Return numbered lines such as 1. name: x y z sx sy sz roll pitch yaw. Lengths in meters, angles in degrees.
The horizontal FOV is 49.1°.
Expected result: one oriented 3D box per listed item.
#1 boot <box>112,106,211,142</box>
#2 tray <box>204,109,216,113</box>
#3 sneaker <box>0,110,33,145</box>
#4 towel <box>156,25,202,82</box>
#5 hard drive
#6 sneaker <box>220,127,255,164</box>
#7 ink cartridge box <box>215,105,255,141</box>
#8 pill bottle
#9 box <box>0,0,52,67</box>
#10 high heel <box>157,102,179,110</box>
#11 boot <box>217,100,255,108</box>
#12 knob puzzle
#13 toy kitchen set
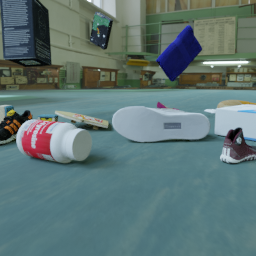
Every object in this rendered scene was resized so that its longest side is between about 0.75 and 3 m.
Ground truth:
1. boot: 0.943 -0.093 8.654 2.893 1.064 1.383 6 2 -5
2. tray: 4.679 -0.935 15.394 0.584 0.121 1.087 -1 10 -11
3. sneaker: -3.570 -0.072 8.266 0.691 0.890 1.977 4 11 21
4. towel: 1.963 -2.851 10.810 0.455 1.838 1.357 39 -4 47
5. hard drive: -1.176 -4.238 12.236 0.934 1.336 0.253 35 41 22
6. sneaker: 2.616 0.340 6.331 1.305 0.754 0.494 -8 13 -37
7. ink cartridge box: 4.045 -0.236 9.184 1.538 0.887 2.119 10 14 43
8. pill bottle: -1.623 0.296 6.225 1.563 0.877 0.877 5 11 29
9. box: -3.904 -3.701 10.882 1.255 2.343 1.739 -2 2 4
10. high heel: 2.180 -1.137 15.176 1.219 0.586 0.411 -1 10 -4
11. boot: 5.411 -0.665 12.147 2.585 0.909 1.850 15 12 42
12. knob puzzle: -1.736 -0.271 10.430 2.198 0.305 2.198 14 6 -1
13. toy kitchen set: -3.295 -0.317 9.414 1.331 0.979 1.662 2 11 9
